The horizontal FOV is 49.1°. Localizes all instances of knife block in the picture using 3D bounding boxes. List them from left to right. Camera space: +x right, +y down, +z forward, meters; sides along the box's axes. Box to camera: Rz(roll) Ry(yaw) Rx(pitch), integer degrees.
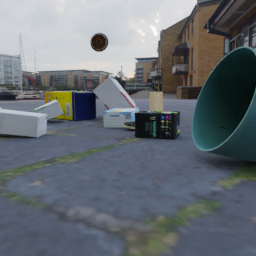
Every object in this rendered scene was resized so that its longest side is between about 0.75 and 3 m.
[{"bbox_3d":[1.583,-1.613,15.696,0.739,2.028,2.310,0,7,6],"label":"knife block"}]

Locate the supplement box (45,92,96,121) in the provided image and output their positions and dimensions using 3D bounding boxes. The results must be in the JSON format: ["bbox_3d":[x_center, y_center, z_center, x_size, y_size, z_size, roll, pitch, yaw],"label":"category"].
[{"bbox_3d":[-3.098,-1.227,14.949,2.632,1.442,1.433,6,9,41],"label":"supplement box"}]

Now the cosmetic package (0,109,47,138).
[{"bbox_3d":[-3.666,-0.181,9.162,1.799,0.730,1.015,8,7,2],"label":"cosmetic package"}]

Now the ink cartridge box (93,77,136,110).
[{"bbox_3d":[-0.627,-1.573,15.023,1.125,1.993,2.715,-39,3,7],"label":"ink cartridge box"}]

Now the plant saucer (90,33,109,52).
[{"bbox_3d":[-1.508,-4.467,14.563,0.985,0.985,0.158,1,6,7],"label":"plant saucer"}]

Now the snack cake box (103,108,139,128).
[{"bbox_3d":[-0.233,-0.462,12.060,1.176,0.687,2.045,0,8,10],"label":"snack cake box"}]

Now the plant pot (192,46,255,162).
[{"bbox_3d":[2.635,-0.285,5.749,1.758,2.191,2.191,20,4,-11],"label":"plant pot"}]

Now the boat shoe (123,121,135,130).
[{"bbox_3d":[0.766,-0.241,10.663,1.897,0.615,0.694,-1,8,-8],"label":"boat shoe"}]

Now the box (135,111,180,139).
[{"bbox_3d":[0.970,-0.129,9.061,1.319,0.820,0.980,1,8,17],"label":"box"}]

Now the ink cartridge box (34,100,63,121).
[{"bbox_3d":[-3.792,-0.808,13.367,1.152,0.668,1.591,-26,14,-12],"label":"ink cartridge box"}]
